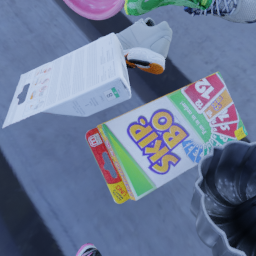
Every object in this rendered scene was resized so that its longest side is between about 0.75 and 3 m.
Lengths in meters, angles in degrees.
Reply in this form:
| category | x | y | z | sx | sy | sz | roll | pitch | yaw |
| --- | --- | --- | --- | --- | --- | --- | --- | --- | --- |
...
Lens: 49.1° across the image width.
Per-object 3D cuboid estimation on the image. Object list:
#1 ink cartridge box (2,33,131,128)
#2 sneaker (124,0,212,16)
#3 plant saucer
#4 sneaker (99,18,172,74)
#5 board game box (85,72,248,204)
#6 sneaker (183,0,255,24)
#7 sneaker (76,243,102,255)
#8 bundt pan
| category | x | y | z | sx | sy | sz | roll | pitch | yaw |
| --- | --- | --- | --- | --- | --- | --- | --- | --- | --- |
| ink cartridge box | -0.920 | -0.677 | 4.414 | 1.868 | 0.468 | 1.503 | -23 | 39 | 13 |
| sneaker | 0.840 | -2.086 | 3.974 | 1.957 | 0.725 | 0.818 | -27 | 60 | -13 |
| plant saucer | -0.733 | -3.308 | 5.656 | 2.091 | 2.091 | 0.530 | 30 | 51 | 12 |
| sneaker | 0.125 | -1.806 | 5.884 | 2.161 | 0.818 | 0.994 | 26 | 93 | 45 |
| board game box | 0.807 | 0.110 | 5.161 | 2.953 | 0.443 | 1.410 | -25 | 91 | -19 |
| sneaker | 2.001 | -3.150 | 6.928 | 2.825 | 1.089 | 1.204 | 34 | 58 | 29 |
| sneaker | -0.842 | 2.711 | 5.015 | 0.479 | 0.515 | 1.192 | 30 | 71 | -30 |
| bundt pan | 1.932 | 1.285 | 4.064 | 2.285 | 0.858 | 2.285 | 8 | 42 | -7 |
